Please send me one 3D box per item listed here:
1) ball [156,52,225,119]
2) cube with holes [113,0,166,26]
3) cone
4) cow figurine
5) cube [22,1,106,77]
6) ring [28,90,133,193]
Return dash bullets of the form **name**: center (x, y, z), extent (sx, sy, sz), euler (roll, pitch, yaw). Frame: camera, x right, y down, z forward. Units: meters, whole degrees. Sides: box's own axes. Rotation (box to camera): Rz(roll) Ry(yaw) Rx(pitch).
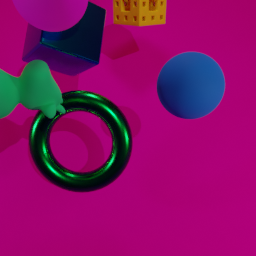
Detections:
- **ball**: center (0.944, -0.638, 4.269), extent (1.014, 1.014, 1.014), euler (0, 63, 0)
- **cube with holes**: center (0.280, -3.019, 6.805), extent (0.922, 0.922, 0.922), euler (-22, 33, -38)
- **cone**: center (-1.020, -1.946, 3.840), extent (1.190, 1.190, 1.195), euler (-22, 24, -11)
- **cow figurine**: center (-1.668, -0.366, 3.667), extent (1.466, 1.442, 0.805), euler (-45, 36, 13)
- **cube**: center (-1.290, -1.859, 5.622), extent (1.183, 1.183, 1.183), euler (13, 79, -35)
- **ring**: center (-0.862, 0.266, 5.106), extent (1.900, 0.380, 1.900), euler (0, 100, 1)
